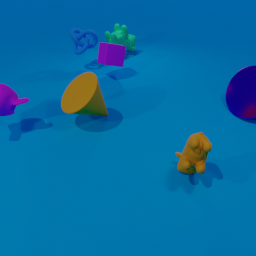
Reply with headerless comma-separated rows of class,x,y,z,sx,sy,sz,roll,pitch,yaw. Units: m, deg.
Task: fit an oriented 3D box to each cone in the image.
cone,4.003,-0.918,8.294,1.521,1.515,1.515,8,27,-34
cone,-0.933,-0.649,7.726,1.266,1.271,1.266,-21,51,28

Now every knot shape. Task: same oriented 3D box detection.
knot shape,-1.626,-3.299,10.500,1.003,1.072,0.495,-12,-3,-5

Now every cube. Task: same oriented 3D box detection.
cube,-0.589,-2.604,9.938,0.724,0.724,0.724,0,17,-29

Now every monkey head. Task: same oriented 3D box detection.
monkey head,-3.224,-0.635,6.935,1.358,0.818,0.977,19,28,-16

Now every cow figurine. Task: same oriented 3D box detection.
cow figurine,1.378,0.544,5.932,0.598,1.089,1.072,15,21,3
cow figurine,-0.268,-3.619,11.717,0.770,1.380,1.403,26,59,35
